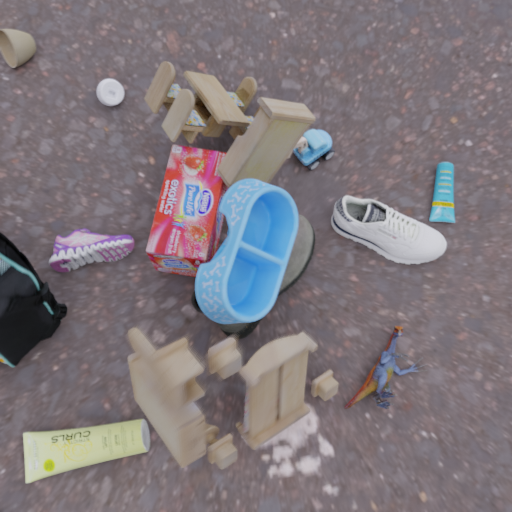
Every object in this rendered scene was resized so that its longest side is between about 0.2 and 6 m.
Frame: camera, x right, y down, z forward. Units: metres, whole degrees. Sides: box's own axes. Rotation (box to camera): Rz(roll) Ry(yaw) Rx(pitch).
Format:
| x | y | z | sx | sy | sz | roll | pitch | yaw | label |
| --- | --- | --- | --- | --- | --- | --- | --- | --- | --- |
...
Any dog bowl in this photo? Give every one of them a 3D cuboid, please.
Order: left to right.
| x | y | z | sx | sy | sz | roll | pitch | yaw | label |
| --- | --- | --- | --- | --- | --- | --- | --- | --- | --- |
| -0.072 | -0.046 | 8.903 | 0.600 | 1.350 | 2.422 | 9 | 78 | 50 | dog bowl |

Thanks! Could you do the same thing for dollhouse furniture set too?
| x | y | z | sx | sy | sz | roll | pitch | yaw | label |
| --- | --- | --- | --- | --- | --- | --- | --- | --- | --- |
| -0.387 | -2.844 | 10.761 | 2.284 | 1.731 | 2.606 | -7 | 55 | -45 | dollhouse furniture set |
| -0.230 | 1.639 | 9.027 | 3.250 | 2.771 | 1.587 | -25 | 46 | -29 | dollhouse furniture set |

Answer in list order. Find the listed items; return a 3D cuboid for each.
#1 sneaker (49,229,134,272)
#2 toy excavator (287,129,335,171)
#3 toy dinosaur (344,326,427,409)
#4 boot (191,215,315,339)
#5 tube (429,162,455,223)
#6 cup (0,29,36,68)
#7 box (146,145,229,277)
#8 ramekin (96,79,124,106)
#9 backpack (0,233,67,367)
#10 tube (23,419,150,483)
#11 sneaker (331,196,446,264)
| x | y | z | sx | sy | sz | roll | pitch | yaw | label |
| --- | --- | --- | --- | --- | --- | --- | --- | --- | --- |
| -3.265 | -0.239 | 11.065 | 1.665 | 0.670 | 0.736 | -12 | 62 | -4 | sneaker |
| 1.015 | -2.262 | 11.495 | 1.209 | 1.243 | 0.621 | -35 | 73 | -6 | toy excavator |
| 2.317 | 1.959 | 10.208 | 1.564 | 0.821 | 1.419 | -7 | 46 | 13 | toy dinosaur |
| 0.083 | 0.121 | 10.116 | 0.976 | 1.882 | 2.881 | 29 | 74 | 23 | boot |
| 3.900 | -1.300 | 11.654 | 0.501 | 0.326 | 1.294 | 4 | 73 | 15 | tube |
| -5.405 | -4.784 | 12.766 | 0.594 | 0.831 | 0.831 | -32 | 71 | -34 | cup |
| -1.263 | -0.862 | 11.010 | 1.172 | 1.123 | 2.351 | 9 | 69 | 4 | box |
| -3.196 | -3.599 | 12.348 | 0.586 | 0.286 | 0.586 | -8 | 109 | -24 | ramekin |
| -5.239 | 0.467 | 9.629 | 3.111 | 2.735 | 2.385 | 43 | 72 | 13 | backpack |
| -2.977 | 3.335 | 9.754 | 2.189 | 0.568 | 0.635 | -10 | 31 | 1 | tube |
| 2.629 | -0.532 | 11.002 | 2.337 | 0.941 | 0.893 | 17 | 68 | 5 | sneaker |
